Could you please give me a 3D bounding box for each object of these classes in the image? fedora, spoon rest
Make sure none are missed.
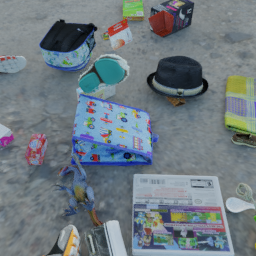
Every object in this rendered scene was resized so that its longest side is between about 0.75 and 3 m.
[{"bbox_3d":[1.866,-2.011,10.316,2.327,1.063,2.327,2,37,-2],"label":"fedora"},{"bbox_3d":[3.008,2.058,7.342,0.859,0.260,0.427,9,48,7],"label":"spoon rest"}]

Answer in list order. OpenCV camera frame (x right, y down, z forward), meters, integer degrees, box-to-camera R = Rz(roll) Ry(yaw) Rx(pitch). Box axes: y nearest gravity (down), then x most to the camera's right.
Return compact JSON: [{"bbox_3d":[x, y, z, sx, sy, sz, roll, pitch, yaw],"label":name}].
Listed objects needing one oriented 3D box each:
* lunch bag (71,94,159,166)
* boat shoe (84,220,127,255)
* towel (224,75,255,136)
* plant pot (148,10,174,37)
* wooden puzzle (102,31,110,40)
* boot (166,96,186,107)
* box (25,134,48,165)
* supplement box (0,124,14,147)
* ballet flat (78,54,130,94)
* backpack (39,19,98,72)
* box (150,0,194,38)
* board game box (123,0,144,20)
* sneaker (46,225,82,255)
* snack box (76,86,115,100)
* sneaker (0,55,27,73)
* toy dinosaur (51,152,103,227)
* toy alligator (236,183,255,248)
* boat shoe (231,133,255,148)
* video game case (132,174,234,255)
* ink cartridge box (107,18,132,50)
[{"bbox_3d":[-0.325,0.120,8.635,2.606,1.226,1.962,6,44,-7],"label":"lunch bag"},{"bbox_3d":[-0.353,3.333,5.825,1.002,1.018,2.825,-17,39,-4],"label":"boat shoe"},{"bbox_3d":[4.536,-0.852,9.946,2.134,0.338,2.972,14,49,11],"label":"towel"},{"bbox_3d":[1.347,-4.073,11.071,0.757,0.756,0.667,3,76,-50],"label":"plant pot"},{"bbox_3d":[-1.007,-4.456,13.409,0.515,0.089,0.763,-10,48,-9],"label":"wooden puzzle"},{"bbox_3d":[1.917,-1.176,10.243,0.997,0.367,0.771,-26,51,-7],"label":"boot"},{"bbox_3d":[-2.769,0.643,8.506,0.424,0.443,0.889,1,48,1],"label":"box"},{"bbox_3d":[-4.151,0.153,8.955,0.876,0.443,0.453,24,52,20],"label":"supplement box"},{"bbox_3d":[-0.631,-1.639,8.044,0.907,0.907,2.529,-40,18,-30],"label":"ballet flat"},{"bbox_3d":[-2.381,-3.154,11.225,1.895,1.522,2.071,11,49,13],"label":"backpack"},{"bbox_3d":[2.105,-5.366,13.484,1.948,1.191,1.033,-31,55,-25],"label":"box"},{"bbox_3d":[0.262,-6.453,15.085,1.085,0.340,2.271,0,50,-1],"label":"board game box"},{"bbox_3d":[-1.759,3.337,5.619,1.129,1.144,2.923,7,49,13],"label":"sneaker"},{"bbox_3d":[-1.113,-1.295,10.001,1.462,0.849,0.271,-30,56,-25],"label":"snack box"},{"bbox_3d":[-5.173,-2.692,11.379,1.996,0.769,0.817,-11,42,-11],"label":"sneaker"},{"bbox_3d":[-1.380,1.703,7.538,1.020,1.942,1.762,-29,18,1],"label":"toy dinosaur"},{"bbox_3d":[3.490,2.618,6.530,0.798,0.872,2.942,25,34,-36],"label":"toy alligator"},{"bbox_3d":[3.831,0.354,8.802,1.057,0.391,0.390,2,47,2],"label":"boat shoe"},{"bbox_3d":[1.304,2.185,7.225,2.371,0.273,2.161,2,47,0],"label":"video game case"},{"bbox_3d":[-0.215,-2.704,8.126,0.651,0.803,0.201,-30,69,-6],"label":"ink cartridge box"}]
